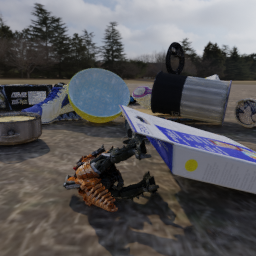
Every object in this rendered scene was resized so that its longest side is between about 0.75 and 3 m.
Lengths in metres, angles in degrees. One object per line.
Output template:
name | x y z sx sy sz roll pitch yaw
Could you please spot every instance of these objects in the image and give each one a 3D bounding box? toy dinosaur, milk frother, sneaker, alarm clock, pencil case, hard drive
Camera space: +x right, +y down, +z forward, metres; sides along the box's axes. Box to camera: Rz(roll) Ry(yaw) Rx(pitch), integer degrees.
toy dinosaur | -0.302 0.770 4.176 1.358 1.022 2.001 -16 32 -6
milk frother | 2.519 -1.754 10.551 2.638 2.804 2.531 12 14 18
sneaker | -2.901 -1.017 10.911 1.046 1.495 2.589 9 14 44
sneaker | 1.519 -1.374 13.423 2.626 0.983 1.308 13 -24 37
alarm clock | -3.084 0.049 7.473 1.513 0.747 2.243 -3 10 -18
pencil case | 4.944 -0.668 10.134 2.509 1.122 0.976 -8 -29 -34
hard drive | 0.660 -0.045 8.944 1.460 0.344 2.092 0 11 -2

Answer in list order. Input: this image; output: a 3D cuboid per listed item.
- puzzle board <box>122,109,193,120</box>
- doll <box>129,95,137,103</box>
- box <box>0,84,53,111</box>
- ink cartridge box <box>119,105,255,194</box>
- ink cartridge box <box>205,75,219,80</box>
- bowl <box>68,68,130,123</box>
puzzle board | 1.253 -0.577 11.940 2.987 0.260 2.251 0 10 -4
doll | -0.173 -1.811 17.189 2.487 0.603 1.697 11 6 18
box | -5.526 -1.676 14.867 2.869 1.236 2.350 -2 11 -9
ink cartridge box | 1.068 0.319 5.045 2.530 0.595 2.500 13 11 -9
ink cartridge box | 3.087 -1.524 10.951 1.057 0.767 0.441 -16 28 34
bowl | -1.204 -1.043 10.927 2.361 2.361 1.270 -4 -30 -19
